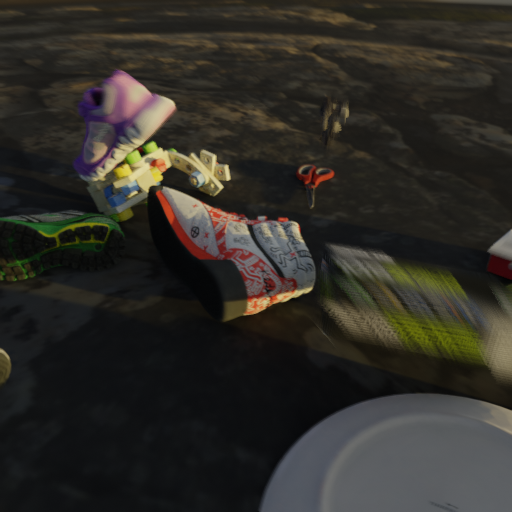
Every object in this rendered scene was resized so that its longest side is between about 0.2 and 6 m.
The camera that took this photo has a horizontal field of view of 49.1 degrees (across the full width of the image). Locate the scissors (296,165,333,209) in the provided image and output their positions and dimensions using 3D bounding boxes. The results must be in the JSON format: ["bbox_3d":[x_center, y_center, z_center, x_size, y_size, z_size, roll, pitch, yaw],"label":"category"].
[{"bbox_3d":[1.027,-1.407,11.284,0.752,0.143,2.055,12,33,15],"label":"scissors"}]

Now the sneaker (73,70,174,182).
[{"bbox_3d":[-2.246,-1.977,8.462,2.359,1.043,0.949,-26,30,46],"label":"sneaker"}]

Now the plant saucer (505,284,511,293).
[{"bbox_3d":[3.560,0.497,7.134,1.437,0.223,1.437,-18,2,1],"label":"plant saucer"}]

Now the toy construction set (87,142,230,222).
[{"bbox_3d":[-1.868,-1.455,10.154,1.834,1.289,2.797,-9,10,41],"label":"toy construction set"}]

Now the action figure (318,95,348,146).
[{"bbox_3d":[1.416,-2.539,10.437,0.494,0.575,0.968,8,65,-4],"label":"action figure"}]

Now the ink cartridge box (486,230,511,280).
[{"bbox_3d":[4.058,0.139,8.193,1.151,0.482,1.010,25,36,37],"label":"ink cartridge box"}]

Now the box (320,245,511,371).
[{"bbox_3d":[1.827,0.500,6.271,2.197,0.522,2.122,11,17,4],"label":"box"}]

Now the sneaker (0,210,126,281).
[{"bbox_3d":[-3.264,-0.217,8.605,2.421,0.945,1.031,1,22,-16],"label":"sneaker"}]

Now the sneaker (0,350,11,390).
[{"bbox_3d":[-3.689,1.376,5.757,2.153,0.815,0.829,-17,38,-30],"label":"sneaker"}]

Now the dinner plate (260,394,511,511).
[{"bbox_3d":[1.523,2.157,4.521,3.116,0.378,3.116,-7,32,4],"label":"dinner plate"}]

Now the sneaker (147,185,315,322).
[{"bbox_3d":[-0.421,-0.236,8.358,1.675,1.043,3.125,-14,36,-26],"label":"sneaker"}]
